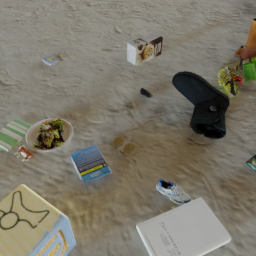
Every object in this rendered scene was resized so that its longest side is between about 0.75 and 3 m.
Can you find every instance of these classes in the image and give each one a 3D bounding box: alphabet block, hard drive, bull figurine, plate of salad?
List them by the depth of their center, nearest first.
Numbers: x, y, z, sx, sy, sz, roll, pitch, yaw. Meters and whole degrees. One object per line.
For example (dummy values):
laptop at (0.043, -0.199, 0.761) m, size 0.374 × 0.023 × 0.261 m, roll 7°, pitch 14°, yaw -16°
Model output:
alphabet block at (-2.512, 2.720, 6.998) m, size 1.652 × 1.623 × 1.614 m, roll 27°, pitch 49°, yaw 25°
hard drive at (1.514, 2.915, 7.756) m, size 2.166 × 0.289 × 1.428 m, roll -18°, pitch 47°, yaw -17°
bull figurine at (-3.691, 0.884, 9.899) m, size 0.778 × 0.253 × 0.472 m, roll 26°, pitch 54°, yaw 28°
plate of salad at (-2.945, 0.166, 10.510) m, size 1.771 × 0.425 × 1.771 m, roll 1°, pitch 44°, yaw -1°

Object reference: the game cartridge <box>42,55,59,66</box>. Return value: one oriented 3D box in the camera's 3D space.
game cartridge at (-4.053, -3.499, 14.522) m, size 0.810 × 0.164 × 0.540 m, roll 33°, pitch 57°, yaw 30°

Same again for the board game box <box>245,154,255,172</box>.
board game box at (4.932, 1.150, 9.643) m, size 1.508 × 0.212 × 1.020 m, roll -28°, pitch 50°, yaw -26°

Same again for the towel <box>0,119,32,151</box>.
towel at (-4.412, 0.230, 10.647) m, size 1.074 × 0.165 × 1.408 m, roll 22°, pitch 46°, yaw 19°

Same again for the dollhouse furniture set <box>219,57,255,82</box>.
dollhouse furniture set at (5.388, -2.759, 13.596) m, size 1.636 × 0.821 × 1.072 m, roll -5°, pitch 27°, yaw 35°

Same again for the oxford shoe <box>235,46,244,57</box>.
oxford shoe at (5.975, -4.122, 15.026) m, size 0.352 × 0.352 × 0.986 m, roll 22°, pitch 50°, yaw 19°

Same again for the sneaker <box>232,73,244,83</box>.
sneaker at (5.017, -2.359, 13.220) m, size 0.847 × 0.326 × 0.360 m, roll 17°, pitch 51°, yaw 17°

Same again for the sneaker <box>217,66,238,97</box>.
sneaker at (4.521, -2.035, 12.782) m, size 0.662 × 0.654 × 1.734 m, roll -23°, pitch 43°, yaw 28°

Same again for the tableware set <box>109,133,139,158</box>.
tableware set at (-0.128, 0.652, 10.180) m, size 0.676 × 0.205 × 1.023 m, roll -42°, pitch 51°, yaw -21°

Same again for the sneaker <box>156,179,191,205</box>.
sneaker at (1.388, 1.942, 8.616) m, size 1.169 × 0.498 × 0.450 m, roll 22°, pitch 48°, yaw 21°

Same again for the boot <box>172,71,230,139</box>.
boot at (2.726, -0.914, 10.878) m, size 2.647 × 1.011 × 2.224 m, roll 30°, pitch 46°, yaw -2°

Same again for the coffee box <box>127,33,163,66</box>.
coffee box at (0.880, -4.096, 14.493) m, size 1.830 × 1.034 × 0.730 m, roll -30°, pitch 52°, yaw -26°

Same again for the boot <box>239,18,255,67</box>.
boot at (6.649, -4.430, 13.773) m, size 2.361 × 2.508 × 0.859 m, roll -15°, pitch 46°, yaw -15°

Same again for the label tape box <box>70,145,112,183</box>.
label tape box at (-1.237, 1.279, 9.357) m, size 0.959 × 0.442 × 1.338 m, roll -20°, pitch 50°, yaw -19°

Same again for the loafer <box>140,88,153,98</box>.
loafer at (0.814, -1.527, 12.440) m, size 0.268 × 0.276 × 0.756 m, roll 12°, pitch 26°, yaw -46°
